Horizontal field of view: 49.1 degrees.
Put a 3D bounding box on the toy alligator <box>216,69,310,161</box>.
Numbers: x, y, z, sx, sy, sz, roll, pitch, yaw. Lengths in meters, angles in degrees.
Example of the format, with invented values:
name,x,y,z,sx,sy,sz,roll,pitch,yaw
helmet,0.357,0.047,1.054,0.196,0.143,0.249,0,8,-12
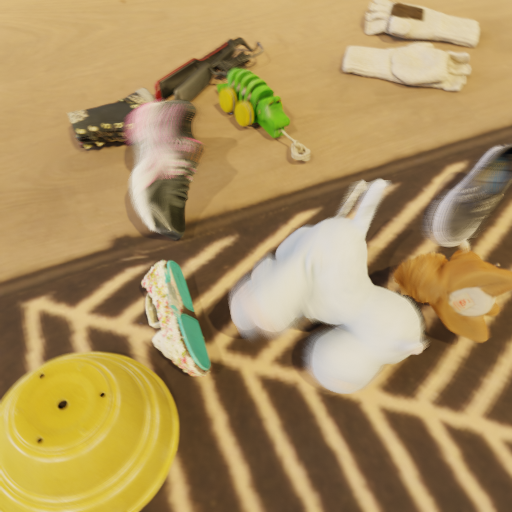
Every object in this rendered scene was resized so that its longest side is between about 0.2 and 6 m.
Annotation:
name,x,y,z,sx,sy,sz,roll,pitch,yaw
toy alligator,0.152,-3.195,11.867,0.967,0.885,3.261,-22,50,-29

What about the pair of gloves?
name,x,y,z,sx,sy,sz,roll,pitch,yaw
pair of gloves,3.959,-5.365,14.021,2.997,0.618,3.525,17,53,14

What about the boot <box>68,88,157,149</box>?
name,x,y,z,sx,sy,sz,roll,pitch,yaw
boot,-2.710,-2.482,11.418,1.818,0.869,2.407,-21,48,-15

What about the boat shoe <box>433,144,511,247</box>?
name,x,y,z,sx,sy,sz,roll,pitch,yaw
boat shoe,3.927,-1.085,9.781,0.752,0.712,2.150,42,86,5

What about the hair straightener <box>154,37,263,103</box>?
name,x,y,z,sx,sy,sz,roll,pitch,yaw
hair straightener,-0.852,-4.320,13.229,1.267,0.674,3.292,30,52,23

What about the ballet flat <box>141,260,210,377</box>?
name,x,y,z,sx,sy,sz,roll,pitch,yaw
ballet flat,-1.282,1.031,8.610,0.716,0.848,2.241,-33,47,11

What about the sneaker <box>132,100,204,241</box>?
name,x,y,z,sx,sy,sz,roll,pitch,yaw
sneaker,-1.471,-1.622,9.843,1.126,1.048,2.609,-12,80,26

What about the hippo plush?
name,x,y,z,sx,sy,sz,roll,pitch,yaw
hippo plush,1.245,0.652,8.167,2.767,2.204,2.225,-43,96,3

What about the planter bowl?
name,x,y,z,sx,sy,sz,roll,pitch,yaw
planter bowl,-2.402,2.149,7.306,2.653,1.105,2.653,0,49,0

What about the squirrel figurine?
name,x,y,z,sx,sy,sz,roll,pitch,yaw
squirrel figurine,3.009,0.296,8.617,1.680,1.189,1.568,15,28,11
